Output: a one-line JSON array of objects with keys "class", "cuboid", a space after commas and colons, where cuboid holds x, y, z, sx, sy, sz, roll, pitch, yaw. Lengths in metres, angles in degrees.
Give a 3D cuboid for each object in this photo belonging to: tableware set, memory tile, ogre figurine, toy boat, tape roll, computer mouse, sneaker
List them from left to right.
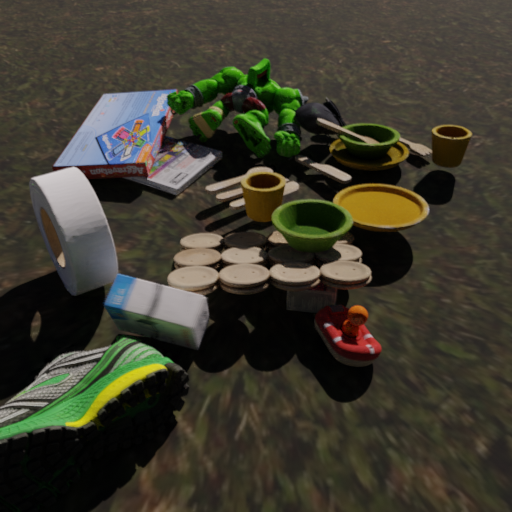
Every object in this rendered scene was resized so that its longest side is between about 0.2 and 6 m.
[{"class": "sneaker", "cuboid": [-2.211, 1.803, 6.070, 2.883, 1.125, 1.228, -21, 36, -37]}, {"class": "tape roll", "cuboid": [-2.583, -0.330, 7.894, 0.614, 1.754, 1.754, -22, 44, -27]}, {"class": "ogre figurine", "cuboid": [-0.166, -3.089, 11.606, 2.929, 1.437, 1.756, 13, 52, 33]}, {"class": "memory tile", "cuboid": [0.176, 0.062, 8.237, 2.773, 0.233, 2.125, -2, 22, -1]}, {"class": "computer mouse", "cuboid": [1.387, -2.864, 11.459, 1.503, 0.396, 1.041, -14, 69, -47]}, {"class": "toy boat", "cuboid": [1.231, 0.923, 7.209, 0.649, 0.650, 0.994, -1, 40, -29]}, {"class": "tableware set", "cuboid": [1.798, -1.523, 9.762, 4.897, 0.751, 3.299, -22, 38, -29]}]

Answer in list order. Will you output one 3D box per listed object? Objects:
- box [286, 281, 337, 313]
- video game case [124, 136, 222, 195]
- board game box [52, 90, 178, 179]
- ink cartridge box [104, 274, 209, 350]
[{"class": "box", "cuboid": [0.789, 0.526, 7.946, 0.685, 0.438, 0.373, 6, 40, 6]}, {"class": "video game case", "cuboid": [-1.678, -1.807, 10.989, 1.438, 0.181, 1.578, 20, 45, 23]}, {"class": "board game box", "cuboid": [-2.772, -2.614, 11.672, 1.794, 0.339, 3.486, -3, 38, 6]}, {"class": "ink cartridge box", "cuboid": [-1.239, 0.728, 7.153, 1.146, 0.839, 0.492, 14, 63, 8]}]
